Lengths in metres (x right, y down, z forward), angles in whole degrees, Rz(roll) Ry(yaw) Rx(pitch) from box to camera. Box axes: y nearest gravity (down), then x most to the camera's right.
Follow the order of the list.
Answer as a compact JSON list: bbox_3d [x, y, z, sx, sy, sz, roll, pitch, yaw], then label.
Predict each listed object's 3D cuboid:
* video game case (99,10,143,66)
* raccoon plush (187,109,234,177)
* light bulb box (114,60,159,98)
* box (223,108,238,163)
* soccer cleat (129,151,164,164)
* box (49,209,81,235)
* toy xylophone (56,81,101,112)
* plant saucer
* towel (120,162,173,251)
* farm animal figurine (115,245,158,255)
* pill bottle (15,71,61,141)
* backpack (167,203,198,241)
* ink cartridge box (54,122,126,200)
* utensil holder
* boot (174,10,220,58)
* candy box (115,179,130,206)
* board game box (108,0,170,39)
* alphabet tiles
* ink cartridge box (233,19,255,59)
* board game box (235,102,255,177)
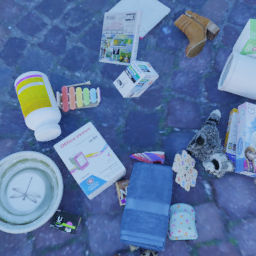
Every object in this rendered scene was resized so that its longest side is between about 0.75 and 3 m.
[{"bbox_3d":[-0.338,-3.483,10.856,2.156,0.237,1.965,22,108,47],"label":"video game case"},{"bbox_3d":[3.516,0.593,10.759,1.758,1.269,2.624,38,73,6],"label":"raccoon plush"},{"bbox_3d":[0.316,-1.812,10.467,1.199,1.188,0.748,-43,75,29],"label":"light bulb box"},{"bbox_3d":[4.622,0.427,11.171,1.349,0.470,2.265,17,71,5],"label":"box"},{"bbox_3d":[0.734,1.156,10.897,1.374,0.469,0.503,-1,79,0],"label":"soccer cleat"},{"bbox_3d":[-2.209,3.336,9.952,0.891,0.554,0.662,14,69,7],"label":"box"},{"bbox_3d":[-2.106,-1.386,11.872,1.885,0.474,1.380,-14,69,-5],"label":"toy xylophone"},{"bbox_3d":[-3.751,2.312,10.242,2.895,0.727,2.895,0,70,1],"label":"plant saucer"},{"bbox_3d":[0.682,2.640,9.708,1.572,0.683,2.815,11,67,3],"label":"towel"},{"bbox_3d":[0.370,4.649,9.202,1.765,0.920,1.745,42,71,15],"label":"farm animal figurine"},{"bbox_3d":[-3.522,-0.844,11.162,1.377,1.377,2.641,-21,69,-8],"label":"pill bottle"},{"bbox_3d":[1.853,3.261,9.793,1.089,0.949,1.238,-4,63,5],"label":"backpack"},{"bbox_3d":[-1.433,1.201,10.562,1.686,0.988,2.334,-35,71,-12],"label":"ink cartridge box"},{"bbox_3d":[4.951,-2.079,11.568,1.907,1.621,1.621,19,69,5],"label":"utensil holder"},{"bbox_3d":[2.851,-4.367,12.885,1.863,0.887,2.408,40,63,14],"label":"boot"},{"bbox_3d":[0.310,2.297,10.439,1.428,0.403,0.833,-11,68,-7],"label":"candy box"},{"bbox_3d":[0.539,-5.596,13.653,2.208,0.286,2.208,39,73,14],"label":"board game box"},{"bbox_3d":[2.124,1.569,10.376,1.373,0.100,1.342,41,52,-29],"label":"alphabet tiles"},{"bbox_3d":[6.112,-3.328,11.819,2.753,2.003,1.157,9,69,4],"label":"ink cartridge box"},{"bbox_3d":[5.416,0.629,10.609,2.679,0.581,2.666,14,70,-12],"label":"board game box"}]
